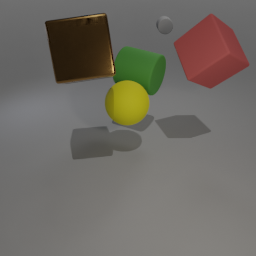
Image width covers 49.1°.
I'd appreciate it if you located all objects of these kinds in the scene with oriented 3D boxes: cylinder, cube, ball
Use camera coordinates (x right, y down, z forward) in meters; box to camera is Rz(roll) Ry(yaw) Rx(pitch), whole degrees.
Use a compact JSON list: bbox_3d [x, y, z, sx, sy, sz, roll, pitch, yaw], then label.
[{"bbox_3d":[1.694,-4.774,12.985,0.700,0.700,0.700,-1,30,-1],"label":"cylinder"},{"bbox_3d":[0.407,-1.976,9.673,1.400,1.400,1.400,20,35,21],"label":"cylinder"},{"bbox_3d":[2.486,-2.226,8.411,1.400,1.400,1.400,7,60,-45],"label":"cube"},{"bbox_3d":[-0.029,-0.781,8.794,1.400,1.400,1.400,0,30,0],"label":"ball"},{"bbox_3d":[-1.114,-1.895,6.983,1.400,1.400,1.400,-9,10,-3],"label":"cube"}]
